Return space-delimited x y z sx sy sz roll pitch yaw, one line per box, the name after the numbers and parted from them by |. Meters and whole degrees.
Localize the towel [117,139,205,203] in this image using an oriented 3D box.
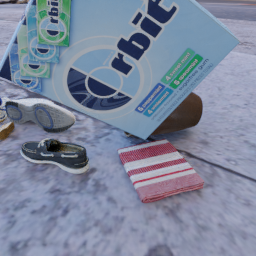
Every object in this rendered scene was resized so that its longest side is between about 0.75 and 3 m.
0.654 0.907 6.488 1.415 0.223 1.965 -10 29 -14 | towel

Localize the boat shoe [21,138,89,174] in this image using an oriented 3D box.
-1.790 0.531 6.763 1.917 0.578 0.725 10 31 17 | boat shoe

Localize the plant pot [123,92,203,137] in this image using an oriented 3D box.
0.993 -0.583 7.833 1.957 1.829 1.829 6 27 -15 | plant pot

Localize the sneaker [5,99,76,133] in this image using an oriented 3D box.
-2.536 -0.535 8.430 2.413 0.899 1.051 15 27 23 | sneaker

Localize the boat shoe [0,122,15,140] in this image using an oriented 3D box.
-3.508 0.099 7.892 0.273 0.290 0.788 -5 26 15 | boat shoe

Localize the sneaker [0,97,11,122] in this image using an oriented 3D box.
-4.081 -0.775 9.027 0.567 0.664 1.507 -6 29 -9 | sneaker

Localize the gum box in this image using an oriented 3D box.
-0.147 -1.260 4.504 2.925 2.485 0.651 25 34 -28 | gum box
